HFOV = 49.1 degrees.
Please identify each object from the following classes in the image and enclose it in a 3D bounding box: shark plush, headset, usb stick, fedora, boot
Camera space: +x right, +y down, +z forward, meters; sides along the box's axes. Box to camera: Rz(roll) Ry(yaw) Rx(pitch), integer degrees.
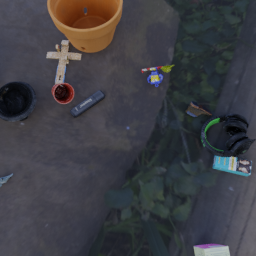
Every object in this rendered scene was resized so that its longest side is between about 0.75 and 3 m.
[{"bbox_3d":[-4.504,1.895,10.101,0.774,0.322,0.352,-16,70,-6],"label":"shark plush"},{"bbox_3d":[4.099,0.347,10.465,2.649,1.245,1.636,-4,58,13],"label":"headset"},{"bbox_3d":[-1.605,-0.970,11.208,1.547,0.252,0.429,-36,74,-12],"label":"usb stick"},{"bbox_3d":[-4.280,-0.914,10.867,1.798,0.821,1.798,-1,64,2],"label":"fedora"},{"bbox_3d":[2.791,-0.643,11.081,1.039,0.503,0.388,26,34,-16],"label":"boot"}]

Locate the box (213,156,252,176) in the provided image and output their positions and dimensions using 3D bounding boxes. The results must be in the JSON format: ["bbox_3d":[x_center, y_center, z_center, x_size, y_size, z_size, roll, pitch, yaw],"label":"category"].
[{"bbox_3d":[3.832,1.353,10.309,1.289,0.317,0.530,12,70,5],"label":"box"}]

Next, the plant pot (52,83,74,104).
[{"bbox_3d":[-2.611,-1.400,10.959,0.804,0.781,0.804,-8,108,-27],"label":"plant pot"}]

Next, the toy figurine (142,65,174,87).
[{"bbox_3d":[1.255,-2.093,11.427,1.332,0.702,0.798,-1,104,29],"label":"toy figurine"}]

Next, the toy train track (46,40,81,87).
[{"bbox_3d":[-2.804,-2.651,11.747,1.489,0.422,2.597,3,70,2],"label":"toy train track"}]

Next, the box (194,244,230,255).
[{"bbox_3d":[2.665,4.445,8.582,0.758,1.380,1.569,-5,70,-2],"label":"box"}]

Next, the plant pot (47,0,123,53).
[{"bbox_3d":[-1.653,-4.520,11.592,2.869,2.008,2.869,0,69,-1],"label":"plant pot"}]
